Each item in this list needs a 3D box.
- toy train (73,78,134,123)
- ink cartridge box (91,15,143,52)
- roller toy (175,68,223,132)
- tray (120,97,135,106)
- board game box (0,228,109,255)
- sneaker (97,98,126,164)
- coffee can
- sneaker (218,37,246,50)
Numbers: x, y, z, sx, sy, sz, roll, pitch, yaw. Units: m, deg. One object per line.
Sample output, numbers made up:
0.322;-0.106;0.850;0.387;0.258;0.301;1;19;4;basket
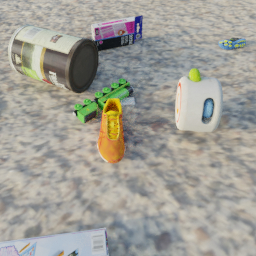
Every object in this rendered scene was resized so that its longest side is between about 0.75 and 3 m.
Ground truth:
-0.860;-1.070;10.725;2.761;0.576;0.779;-35;59;-29;toy train
-0.431;-4.608;13.661;2.665;1.262;0.494;-18;49;-17;ink cartridge box
2.353;-0.770;9.277;1.388;1.986;1.812;3;65;3;roller toy
-0.138;-1.061;11.045;0.813;0.090;0.436;-5;45;-5;tray
-1.777;3.814;5.946;2.939;0.606;2.946;-5;46;-5;board game box
-0.588;0.026;9.371;0.952;1.006;2.608;-3;48;-5;sneaker
-2.945;-2.809;11.308;2.898;2.121;2.121;20;49;19;coffee can
5.123;-4.201;13.898;1.387;0.492;0.575;-9;26;-7;sneaker
